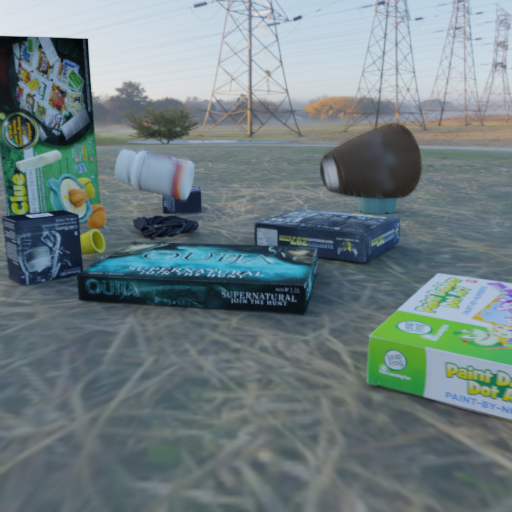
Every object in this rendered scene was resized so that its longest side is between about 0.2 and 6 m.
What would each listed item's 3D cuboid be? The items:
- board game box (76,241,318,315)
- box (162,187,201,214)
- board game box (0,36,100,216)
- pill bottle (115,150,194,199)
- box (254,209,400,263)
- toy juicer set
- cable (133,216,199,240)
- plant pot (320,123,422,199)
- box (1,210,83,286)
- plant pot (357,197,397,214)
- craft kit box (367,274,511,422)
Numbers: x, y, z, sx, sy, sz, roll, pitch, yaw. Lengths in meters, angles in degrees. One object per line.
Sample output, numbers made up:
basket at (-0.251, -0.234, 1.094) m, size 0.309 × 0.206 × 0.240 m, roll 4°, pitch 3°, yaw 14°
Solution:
board game box at (-0.762, 0.251, 8.850) m, size 3.335 × 0.470 × 2.256 m, roll 3°, pitch 15°, yaw 10°
box at (-2.085, -1.580, 15.745) m, size 1.069 × 0.611 × 1.174 m, roll -1°, pitch 15°, yaw -8°
board game box at (-5.195, -3.092, 13.957) m, size 2.321 × 4.429 × 0.520 m, roll -4°, pitch 15°, yaw -18°
pill bottle at (-1.844, -1.507, 10.228) m, size 1.304 × 0.714 × 0.714 m, roll 13°, pitch 15°, yaw 3°
box at (1.456, -0.461, 11.337) m, size 2.414 × 0.616 × 1.903 m, roll 8°, pitch 17°, yaw 31°
toy juicer set at (-3.372, -1.204, 10.434) m, size 0.607 × 2.232 × 1.420 m, roll -15°, pitch 36°, yaw 16°
cable at (-1.968, -0.635, 12.660) m, size 1.343 × 0.418 × 1.646 m, roll -3°, pitch 12°, yaw -33°
plant pot at (1.756, -1.445, 9.121) m, size 1.331 × 1.244 × 1.244 m, roll -14°, pitch 19°, yaw -25°
box at (-3.523, -0.162, 9.277) m, size 1.069 × 1.051 × 0.663 m, roll -12°, pitch 19°, yaw -40°
plant pot at (3.363, -1.890, 15.470) m, size 1.383 × 1.354 × 1.383 m, roll -1°, pitch 13°, yaw 0°
craft kit box at (2.907, 0.933, 5.984) m, size 2.661 × 0.654 × 2.695 m, roll 6°, pitch 15°, yaw 31°
